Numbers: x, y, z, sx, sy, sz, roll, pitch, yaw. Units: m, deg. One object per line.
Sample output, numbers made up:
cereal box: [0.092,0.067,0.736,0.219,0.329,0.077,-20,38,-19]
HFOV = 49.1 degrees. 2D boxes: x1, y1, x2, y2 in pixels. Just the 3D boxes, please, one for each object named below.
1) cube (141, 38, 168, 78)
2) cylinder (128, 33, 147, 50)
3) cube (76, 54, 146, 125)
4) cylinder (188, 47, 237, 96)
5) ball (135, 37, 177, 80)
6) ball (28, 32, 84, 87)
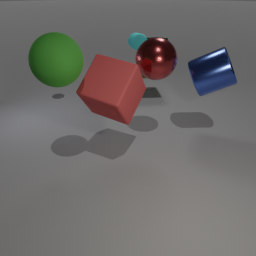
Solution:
cube: [1.228,-3.397,13.648,1.400,1.400,1.400,-1,58,-8]
cylinder: [0.423,-3.791,12.276,0.700,0.700,0.700,-7,23,-13]
cube: [-0.452,-1.146,8.501,1.400,1.400,1.400,20,75,20]
cylinder: [3.099,-2.047,10.299,1.400,1.400,1.400,-19,22,22]
ball: [0.947,-2.311,9.387,1.400,1.400,1.400,0,28,0]
ball: [-1.871,-1.771,7.335,1.400,1.400,1.400,0,28,0]
